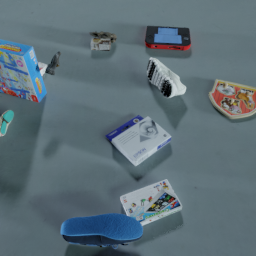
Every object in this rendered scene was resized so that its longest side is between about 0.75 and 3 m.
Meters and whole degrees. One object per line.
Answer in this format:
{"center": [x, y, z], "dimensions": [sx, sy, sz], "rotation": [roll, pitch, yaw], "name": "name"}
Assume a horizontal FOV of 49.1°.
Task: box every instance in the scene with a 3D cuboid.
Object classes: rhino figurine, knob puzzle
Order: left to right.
{"center": [-1.423, -5.152, 15.713], "dimensions": [1.725, 0.516, 0.754], "rotation": [17, 27, 15], "name": "rhino figurine"}
{"center": [4.796, -1.323, 12.540], "dimensions": [2.577, 0.357, 2.577], "rotation": [0, 49, 0], "name": "knob puzzle"}

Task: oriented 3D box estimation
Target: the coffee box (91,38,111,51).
{"center": [-1.482, -4.564, 15.300], "dimensions": [1.029, 0.411, 0.582], "rotation": [4, 49, 4], "name": "coffee box"}

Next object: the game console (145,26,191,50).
{"center": [2.253, -5.172, 15.850], "dimensions": [2.527, 0.392, 2.235], "rotation": [5, 50, 4], "name": "game console"}

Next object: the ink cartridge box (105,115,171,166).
{"center": [0.382, 0.315, 11.098], "dimensions": [1.923, 0.391, 1.927], "rotation": [-33, 57, -25], "name": "ink cartridge box"}

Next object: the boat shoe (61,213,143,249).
{"center": [-0.762, 3.086, 8.465], "dimensions": [2.400, 0.824, 1.010], "rotation": [5, 41, 3], "name": "boat shoe"}

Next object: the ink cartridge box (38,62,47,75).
{"center": [-4.642, -3.012, 13.995], "dimensions": [1.069, 0.361, 0.622], "rotation": [19, 52, 16], "name": "ink cartridge box"}

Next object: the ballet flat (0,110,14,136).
{"center": [-5.153, -0.218, 11.538], "dimensions": [0.434, 0.514, 1.359], "rotation": [-13, 43, 18], "name": "ballet flat"}

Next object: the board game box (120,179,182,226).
{"center": [0.754, 2.485, 9.276], "dimensions": [1.759, 0.304, 1.110], "rotation": [-17, 51, -14], "name": "board game box"}

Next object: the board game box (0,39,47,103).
{"center": [-5.034, -2.499, 12.099], "dimensions": [2.507, 2.560, 0.715], "rotation": [15, 52, 13], "name": "board game box"}

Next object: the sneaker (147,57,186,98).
{"center": [1.736, -2.374, 13.175], "dimensions": [1.082, 1.003, 2.669], "rotation": [-7, 49, -27], "name": "sneaker"}

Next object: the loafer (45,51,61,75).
{"center": [-3.061, -2.711, 11.797], "dimensions": [0.409, 0.412, 1.132], "rotation": [29, 73, -14], "name": "loafer"}
